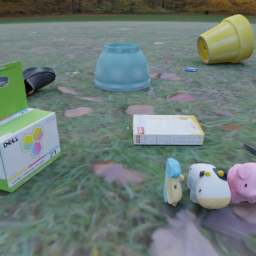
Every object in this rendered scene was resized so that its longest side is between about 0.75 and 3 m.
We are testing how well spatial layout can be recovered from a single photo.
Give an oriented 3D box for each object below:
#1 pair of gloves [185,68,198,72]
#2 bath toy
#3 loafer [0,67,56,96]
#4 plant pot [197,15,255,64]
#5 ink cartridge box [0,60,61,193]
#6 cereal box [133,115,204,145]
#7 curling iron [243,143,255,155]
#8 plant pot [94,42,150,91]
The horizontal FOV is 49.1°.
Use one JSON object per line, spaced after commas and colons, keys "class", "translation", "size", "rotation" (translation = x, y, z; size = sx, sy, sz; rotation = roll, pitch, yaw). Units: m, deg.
{"class": "pair of gloves", "translation": [3.564, -3.263, 15.708], "size": [0.661, 0.094, 0.822], "rotation": [11, 26, 25]}
{"class": "bath toy", "translation": [2.216, 1.012, 5.574], "size": [2.963, 1.095, 1.289], "rotation": [-1, 26, -4]}
{"class": "loafer", "translation": [-4.171, -1.741, 11.616], "size": [1.050, 1.057, 2.904], "rotation": [33, 48, 32]}
{"class": "plant pot", "translation": [5.701, -5.098, 16.885], "size": [2.552, 2.712, 2.712], "rotation": [-18, 27, -3]}
{"class": "ink cartridge box", "translation": [-2.541, -0.108, 6.324], "size": [0.924, 2.439, 1.803], "rotation": [11, 28, 22]}
{"class": "cereal box", "translation": [1.139, 0.031, 8.417], "size": [1.981, 0.392, 1.426], "rotation": [0, 25, 1]}
{"class": "curling iron", "translation": [3.477, 0.650, 7.393], "size": [0.258, 0.133, 1.040], "rotation": [-46, 34, -7]}
{"class": "plant pot", "translation": [-0.278, -3.014, 13.178], "size": [2.715, 1.819, 2.715], "rotation": [0, 25, 0]}
